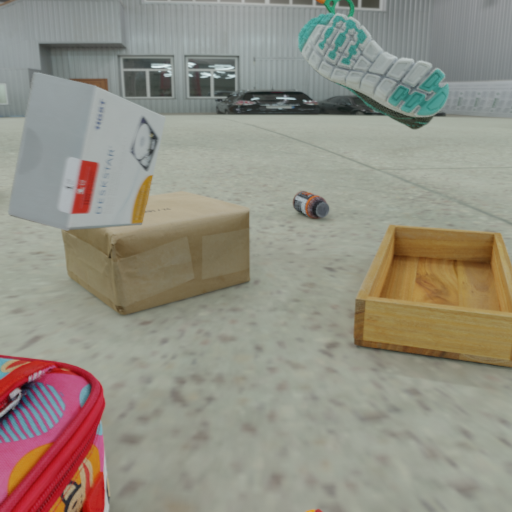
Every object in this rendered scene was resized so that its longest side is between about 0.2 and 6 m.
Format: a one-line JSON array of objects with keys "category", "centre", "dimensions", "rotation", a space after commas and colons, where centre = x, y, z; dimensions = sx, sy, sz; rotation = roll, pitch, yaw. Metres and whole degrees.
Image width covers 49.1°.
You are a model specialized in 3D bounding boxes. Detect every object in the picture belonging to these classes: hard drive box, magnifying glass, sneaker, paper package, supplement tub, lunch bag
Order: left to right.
[{"category": "lunch bag", "centre": [-1.900, 1.435, 2.437], "dimensions": [2.477, 1.152, 2.812], "rotation": [8, 19, 8]}, {"category": "hard drive box", "centre": [-1.373, -0.818, 4.776], "dimensions": [0.540, 1.096, 1.407], "rotation": [15, 9, 10]}, {"category": "paper package", "centre": [-1.358, -0.162, 7.545], "dimensions": [2.021, 1.046, 1.927], "rotation": [-14, 22, -36]}, {"category": "supplement tub", "centre": [1.124, -1.011, 11.267], "dimensions": [0.468, 0.468, 0.876], "rotation": [-8, 20, -24]}, {"category": "magnifying glass", "centre": [1.535, -5.309, 11.747], "dimensions": [1.263, 0.502, 0.141], "rotation": [13, 15, -27]}, {"category": "sneaker", "centre": [1.943, -3.098, 9.818], "dimensions": [2.912, 1.130, 1.328], "rotation": [40, 1, 17]}]

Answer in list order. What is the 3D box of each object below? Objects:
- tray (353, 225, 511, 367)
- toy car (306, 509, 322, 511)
[{"category": "tray", "centre": [2.242, 0.307, 6.845], "dimensions": [1.580, 0.593, 3.203], "rotation": [5, 17, 18]}, {"category": "toy car", "centre": [0.367, 1.752, 1.810], "dimensions": [1.168, 0.792, 2.381], "rotation": [-2, 17, -6]}]
